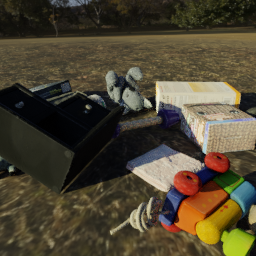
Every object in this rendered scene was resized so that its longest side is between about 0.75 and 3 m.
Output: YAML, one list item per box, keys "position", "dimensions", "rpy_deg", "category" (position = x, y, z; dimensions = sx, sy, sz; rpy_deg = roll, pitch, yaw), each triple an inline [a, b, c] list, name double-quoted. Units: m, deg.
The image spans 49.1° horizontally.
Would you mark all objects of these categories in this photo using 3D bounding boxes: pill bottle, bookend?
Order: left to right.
- position: [-1.966, -0.248, 7.196]
  dimensions: [2.824, 1.309, 2.842]
  rpy_deg: [31, 31, 8]
  category: "bookend"
- position: [-1.611, -0.584, 9.999]
  dimensions: [0.919, 0.919, 1.625]
  rpy_deg: [15, 25, 31]
  category: "pill bottle"

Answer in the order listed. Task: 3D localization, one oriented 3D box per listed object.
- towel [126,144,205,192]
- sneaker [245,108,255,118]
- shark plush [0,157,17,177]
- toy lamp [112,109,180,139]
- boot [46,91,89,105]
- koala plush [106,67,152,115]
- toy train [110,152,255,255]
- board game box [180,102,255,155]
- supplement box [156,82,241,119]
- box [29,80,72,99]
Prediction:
- position: [0.946, 0.952, 7.101]
  dimensions: [1.503, 0.242, 1.435]
  rpy_deg: [-21, 33, -37]
  category: "towel"
- position: [4.894, -0.286, 9.401]
  dimensions: [2.605, 0.989, 1.182]
  rpy_deg: [5, 17, -16]
  category: "sneaker"
- position: [-3.014, 0.838, 6.981]
  dimensions: [0.820, 0.895, 1.969]
  rpy_deg: [43, 33, 15]
  category: "shark plush"
- position: [0.572, -0.191, 9.356]
  dimensions: [2.497, 0.727, 0.727]
  rpy_deg: [-9, 24, -23]
  category: "toy lamp"
- position: [-3.087, -0.866, 10.572]
  dimensions: [2.585, 1.032, 2.843]
  rpy_deg: [23, 35, 17]
  category: "boot"
- position: [0.084, -1.285, 11.439]
  dimensions: [1.613, 1.671, 1.819]
  rpy_deg: [-15, 47, -20]
  category: "koala plush"
- position: [1.289, 1.603, 4.618]
  dimensions: [2.846, 1.205, 1.647]
  rpy_deg: [-21, 43, -41]
  category: "toy train"
- position: [2.735, -0.078, 8.732]
  dimensions: [1.548, 0.940, 1.941]
  rpy_deg: [-5, 22, -12]
  category: "board game box"
- position: [2.604, -1.105, 11.037]
  dimensions: [2.950, 1.085, 1.859]
  rpy_deg: [1, 22, 3]
  category: "supplement box"
- position: [-3.805, -1.336, 11.564]
  dimensions: [1.884, 0.610, 2.389]
  rpy_deg: [-3, 19, 37]
  category: "box"
